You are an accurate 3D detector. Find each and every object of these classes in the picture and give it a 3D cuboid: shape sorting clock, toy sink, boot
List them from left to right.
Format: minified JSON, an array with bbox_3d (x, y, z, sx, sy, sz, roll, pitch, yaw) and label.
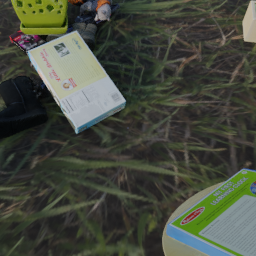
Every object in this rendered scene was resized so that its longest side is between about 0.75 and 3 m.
[{"bbox_3d":[-3.441,-0.669,8.130,2.043,0.756,1.674,-20,60,-21],"label":"boot"},{"bbox_3d":[-1.972,-3.319,10.019,1.723,0.583,1.125,3,58,-8],"label":"boot"},{"bbox_3d":[1.711,1.245,3.621,2.591,0.508,2.591,-16,14,4],"label":"shape sorting clock"},{"bbox_3d":[5.217,-3.786,10.056,1.813,1.015,1.181,9,57,6],"label":"toy sink"}]

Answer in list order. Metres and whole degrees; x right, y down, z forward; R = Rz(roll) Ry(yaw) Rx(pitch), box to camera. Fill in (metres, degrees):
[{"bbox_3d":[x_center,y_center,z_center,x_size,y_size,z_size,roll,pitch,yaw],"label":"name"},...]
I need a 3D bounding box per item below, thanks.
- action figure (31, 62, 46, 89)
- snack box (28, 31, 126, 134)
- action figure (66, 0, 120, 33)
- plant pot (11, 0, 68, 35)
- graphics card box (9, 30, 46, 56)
[{"bbox_3d":[-2.546,-1.988,9.040,1.325,0.716,1.369,26,62,16],"label":"action figure"},{"bbox_3d":[-1.537,-1.438,8.362,1.666,0.532,2.867,-30,76,-18],"label":"snack box"},{"bbox_3d":[-1.638,-4.666,10.481,2.475,1.294,2.394,-41,67,-20],"label":"action figure"},{"bbox_3d":[-2.983,-4.307,9.785,1.857,1.694,1.866,-5,42,-10],"label":"plant pot"},{"bbox_3d":[-3.572,-3.082,10.019,0.753,0.305,1.201,-39,65,-23],"label":"graphics card box"}]
